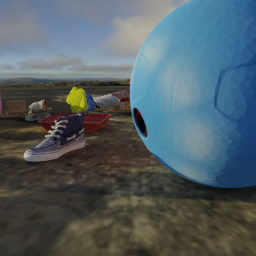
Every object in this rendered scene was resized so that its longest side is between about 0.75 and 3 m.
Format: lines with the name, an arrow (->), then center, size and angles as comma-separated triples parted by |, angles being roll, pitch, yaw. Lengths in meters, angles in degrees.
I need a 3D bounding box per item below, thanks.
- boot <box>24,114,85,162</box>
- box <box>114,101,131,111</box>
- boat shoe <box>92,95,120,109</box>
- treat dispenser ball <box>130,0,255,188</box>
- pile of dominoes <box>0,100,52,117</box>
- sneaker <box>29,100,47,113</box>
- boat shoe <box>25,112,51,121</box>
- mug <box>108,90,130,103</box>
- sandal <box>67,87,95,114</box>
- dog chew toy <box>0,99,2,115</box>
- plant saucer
boot -> -1.533, 0.152, 5.985 | 0.628, 0.779, 1.725 | 4, 11, 23
box -> 0.500, -1.044, 12.660 | 2.022, 0.419, 1.204 | -10, 5, -25
boat shoe -> -1.446, -1.203, 13.980 | 2.101, 0.745, 0.733 | 7, 39, 13
treat dispenser ball -> 1.411, -0.521, 4.169 | 2.781, 2.781, 2.781 | 0, 10, 0
pile of dominoes -> -3.997, -0.705, 10.257 | 2.080, 0.425, 2.668 | -7, 3, -22
sneaker -> -3.918, -0.905, 12.159 | 0.709, 0.584, 1.542 | -11, 1, -11
boat shoe -> -3.332, -0.415, 10.459 | 0.952, 0.333, 0.315 | -7, 11, 6
mug -> -0.418, -1.669, 15.819 | 1.265, 0.844, 1.123 | -14, 17, -38
sandal -> -1.951, -1.160, 12.626 | 1.188, 1.084, 2.728 | 27, 9, -23
dog chew toy -> -4.576, -0.976, 8.338 | 1.628, 1.628, 2.614 | -3, 34, -16
plant saucer -> -1.618, -0.179, 9.012 | 1.899, 0.349, 1.895 | 1, 11, 7
